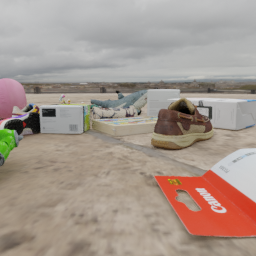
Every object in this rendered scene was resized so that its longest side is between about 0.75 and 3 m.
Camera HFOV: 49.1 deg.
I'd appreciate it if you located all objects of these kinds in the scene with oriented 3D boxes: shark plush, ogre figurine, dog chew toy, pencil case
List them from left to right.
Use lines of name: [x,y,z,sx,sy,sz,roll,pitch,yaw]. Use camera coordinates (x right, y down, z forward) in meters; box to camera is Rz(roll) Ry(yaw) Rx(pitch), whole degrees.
ogre figurine: [-2.600,0.302,4.570,1.855,0.910,1.112,-12,20,29]
dog chew toy: [-5.487,-1.050,11.166,2.642,1.645,1.645,-14,14,-26]
pencil case: [-0.533,-0.462,9.979,1.643,0.639,0.735,-3,30,-19]
shark plush: [-0.376,-1.300,13.805,2.798,1.165,1.271,3,9,16]

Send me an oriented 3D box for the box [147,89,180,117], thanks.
box: [1.605,-1.122,12.509,1.394,1.200,1.401,2,9,10]

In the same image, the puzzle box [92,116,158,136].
puzzle box: [0.252,-0.105,8.834,2.409,0.306,1.602,-5,11,-31]

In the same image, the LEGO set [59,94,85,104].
LEGO set: [-3.089,-1.250,15.578,1.584,0.729,0.590,22,12,-34]

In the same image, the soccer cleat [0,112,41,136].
soccer cleat: [-3.015,-0.073,7.737,0.684,0.638,1.869,-3,10,17]

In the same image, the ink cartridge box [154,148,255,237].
ink cartridge box: [1.505,0.633,3.378,2.100,0.496,1.681,1,9,-6]

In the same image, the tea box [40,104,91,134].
tea box: [-1.846,-0.304,8.447,1.214,0.811,1.194,1,9,8]

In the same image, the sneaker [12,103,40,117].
sneaker: [-2.836,-0.388,8.968,0.684,0.822,1.825,5,10,30]

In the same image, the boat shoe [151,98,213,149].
boat shoe: [1.490,-0.238,7.167,1.067,1.065,2.958,6,10,34]

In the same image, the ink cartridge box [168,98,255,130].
ink cartridge box: [2.867,-0.573,9.857,1.560,0.912,2.689,-8,12,-43]

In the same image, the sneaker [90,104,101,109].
sneaker: [-1.404,-0.944,14.356,1.106,0.411,0.484,15,4,22]
